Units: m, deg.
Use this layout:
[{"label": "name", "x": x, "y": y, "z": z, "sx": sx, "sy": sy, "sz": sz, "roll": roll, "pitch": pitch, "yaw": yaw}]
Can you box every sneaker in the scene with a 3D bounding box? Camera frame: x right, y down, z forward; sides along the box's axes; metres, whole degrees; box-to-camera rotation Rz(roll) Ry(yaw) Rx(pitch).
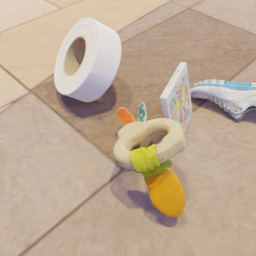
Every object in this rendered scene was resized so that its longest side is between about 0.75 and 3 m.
[{"label": "sneaker", "x": 3.048, "y": -0.834, "z": 8.468, "sx": 2.534, "sy": 0.950, "sz": 1.098, "roll": 6, "pitch": 87, "yaw": 25}]

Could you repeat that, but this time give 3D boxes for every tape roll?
[{"label": "tape roll", "x": -1.286, "y": -2.048, "z": 8.513, "sx": 0.846, "sy": 2.418, "sz": 2.418, "roll": 16, "pitch": 35, "yaw": -40}]

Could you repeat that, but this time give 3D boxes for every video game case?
[{"label": "video game case", "x": 1.358, "y": -0.549, "z": 7.521, "sx": 0.209, "sy": 1.827, "sz": 1.663, "roll": 7, "pitch": 44, "yaw": 27}]

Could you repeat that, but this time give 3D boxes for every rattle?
[{"label": "rattle", "x": 0.552, "y": 0.570, "z": 6.723, "sx": 1.654, "sy": 1.815, "sz": 2.541, "roll": -45, "pitch": 24, "yaw": -4}]
